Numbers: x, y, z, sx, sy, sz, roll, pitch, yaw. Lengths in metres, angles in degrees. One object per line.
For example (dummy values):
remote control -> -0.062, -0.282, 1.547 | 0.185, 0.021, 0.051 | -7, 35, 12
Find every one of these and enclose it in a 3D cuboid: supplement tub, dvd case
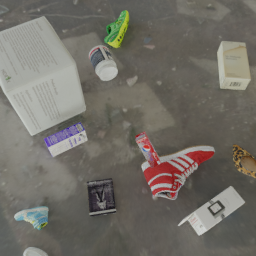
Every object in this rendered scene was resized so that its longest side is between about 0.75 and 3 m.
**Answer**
supplement tub -> -1.112, -2.922, 12.617 | 0.980, 0.980, 1.397 | -20, 62, -11
dvd case -> -0.958, 2.480, 10.045 | 0.943, 0.101, 1.268 | -8, 61, -4

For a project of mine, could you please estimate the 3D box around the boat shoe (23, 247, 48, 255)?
boat shoe -> -2.650, 4.284, 8.759 | 1.625, 0.543, 0.598 | 29, 64, 16

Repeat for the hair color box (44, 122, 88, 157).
hair color box -> -2.362, 0.442, 10.788 | 1.511, 0.826, 0.490 | -25, 63, -14

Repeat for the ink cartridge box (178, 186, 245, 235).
ink cartridge box -> 2.708, 2.852, 9.226 | 2.005, 1.161, 0.669 | -29, 65, -15

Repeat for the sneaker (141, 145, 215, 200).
sneaker -> 1.987, 1.622, 10.029 | 2.738, 0.975, 1.540 | -17, 57, -1

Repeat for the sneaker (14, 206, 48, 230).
sneaker -> -3.257, 3.133, 9.477 | 1.134, 0.451, 0.740 | -12, 60, -6

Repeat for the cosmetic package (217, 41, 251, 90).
cosmetic package -> 4.759, -2.840, 12.686 | 1.134, 0.801, 2.191 | 4, 61, 2

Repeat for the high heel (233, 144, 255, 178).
high heel -> 4.553, 1.259, 9.878 | 0.800, 1.597, 2.240 | -19, 62, -11

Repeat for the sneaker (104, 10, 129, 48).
sneaker -> -0.545, -5.046, 13.905 | 0.971, 0.861, 2.324 | 16, 62, 4

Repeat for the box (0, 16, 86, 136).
box -> -3.513, -1.975, 10.919 | 2.561, 2.975, 2.990 | -26, 64, -14

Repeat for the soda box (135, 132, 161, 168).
soda box -> 0.585, 0.636, 8.143 | 0.325, 1.025, 0.359 | -26, 20, 10
